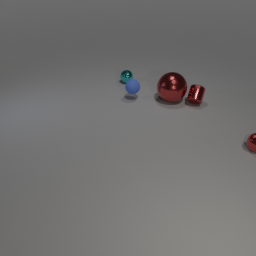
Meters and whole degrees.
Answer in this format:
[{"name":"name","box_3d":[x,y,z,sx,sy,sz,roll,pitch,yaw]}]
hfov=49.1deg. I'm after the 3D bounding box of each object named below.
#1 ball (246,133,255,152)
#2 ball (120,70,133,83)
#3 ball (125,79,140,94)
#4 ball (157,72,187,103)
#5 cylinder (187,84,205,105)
[{"name":"ball","box_3d":[4.528,0.512,9.812,0.700,0.700,0.700,0,32,0]},{"name":"ball","box_3d":[-0.072,-2.755,14.993,0.700,0.700,0.700,0,32,0]},{"name":"ball","box_3d":[0.219,-1.939,13.119,0.700,0.700,0.700,0,32,0]},{"name":"ball","box_3d":[2.034,-1.882,12.956,1.400,1.400,1.400,0,32,0]},{"name":"cylinder","box_3d":[3.108,-1.524,12.794,0.700,0.700,0.700,14,77,21]}]
